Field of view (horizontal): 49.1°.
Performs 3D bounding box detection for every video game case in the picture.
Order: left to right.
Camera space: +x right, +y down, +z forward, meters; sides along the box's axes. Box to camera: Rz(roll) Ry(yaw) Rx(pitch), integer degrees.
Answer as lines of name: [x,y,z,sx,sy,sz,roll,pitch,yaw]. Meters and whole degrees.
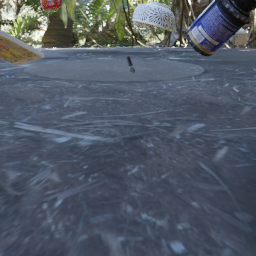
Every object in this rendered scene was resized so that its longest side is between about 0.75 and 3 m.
video game case: [-2.353,-1.543,5.472,0.949,0.119,1.043,-3,-16,35]

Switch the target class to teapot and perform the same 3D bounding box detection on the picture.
teapot: [0.717,-4.401,11.205,0.735,1.006,0.993,31,73,27]

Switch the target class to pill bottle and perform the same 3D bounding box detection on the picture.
pill bottle: [2.899,-3.336,8.613,1.206,1.206,2.156,-19,-16,-42]

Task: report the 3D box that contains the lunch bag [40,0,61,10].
lunch bag: [-2.925,-4.999,10.636,0.846,0.961,0.394,-14,2,-17]

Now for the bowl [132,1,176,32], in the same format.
bowl: [1.011,-3.934,9.795,1.632,0.766,1.632,12,19,-4]

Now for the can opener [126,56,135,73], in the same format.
can opener: [0.137,-2.788,12.269,0.208,0.782,0.261,-27,15,-30]

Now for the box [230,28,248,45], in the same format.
box: [3.672,-3.129,9.433,0.438,0.364,1.066,-1,33,8]
